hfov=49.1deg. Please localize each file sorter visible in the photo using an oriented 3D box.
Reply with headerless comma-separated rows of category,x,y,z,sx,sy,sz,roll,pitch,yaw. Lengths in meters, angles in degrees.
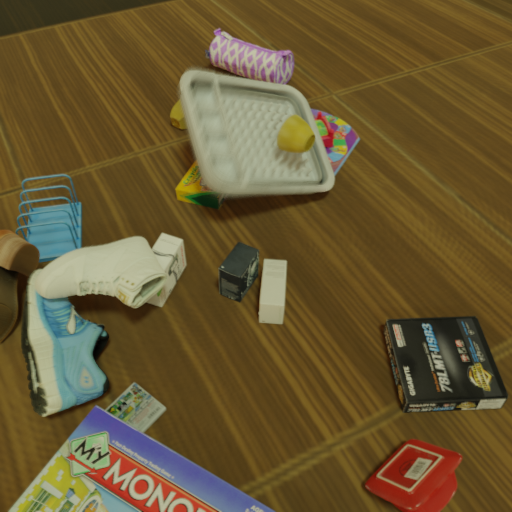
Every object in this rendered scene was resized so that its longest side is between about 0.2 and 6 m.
file sorter,-4.316,-0.802,11.666,1.118,0.988,1.611,-9,48,-8

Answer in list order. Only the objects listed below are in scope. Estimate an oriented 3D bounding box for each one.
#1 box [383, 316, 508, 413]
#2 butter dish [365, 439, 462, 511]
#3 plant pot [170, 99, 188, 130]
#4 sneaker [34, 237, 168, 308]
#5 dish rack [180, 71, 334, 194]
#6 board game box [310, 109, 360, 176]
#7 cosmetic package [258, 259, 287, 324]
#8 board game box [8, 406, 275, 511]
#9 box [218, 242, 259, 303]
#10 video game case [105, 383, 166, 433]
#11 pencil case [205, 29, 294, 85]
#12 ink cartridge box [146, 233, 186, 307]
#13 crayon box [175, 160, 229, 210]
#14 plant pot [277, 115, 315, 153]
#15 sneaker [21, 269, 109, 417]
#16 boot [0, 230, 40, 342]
box,3.178,1.823,9.604,1.673,0.419,1.685,-1,46,-2
butter dish,2.352,3.313,7.977,1.129,0.834,1.126,-34,11,-24
plant pot,-1.925,-3.636,14.655,0.558,0.562,0.575,29,64,25
sneaker,-2.552,0.436,9.475,2.080,0.766,1.202,-23,51,-26
dish rack,-0.038,-2.536,12.332,3.403,0.741,2.921,-4,67,-34
board game box,0.963,-3.016,13.951,2.774,0.684,3.511,21,51,19
cosmetic package,0.312,0.665,10.552,0.472,0.598,1.112,4,48,1
board game box,-1.272,4.206,7.158,4.408,0.642,2.966,23,53,20
box,-0.329,0.313,10.752,0.493,0.783,0.796,21,51,18
video game case,-2.019,2.566,9.104,0.756,0.091,0.829,31,56,25
pencil case,-0.151,-5.740,16.228,2.565,1.097,1.077,25,45,20
ink cartridge box,-1.800,0.266,10.708,0.475,0.823,1.132,17,53,12
crayon box,-1.116,-1.678,12.911,1.052,0.356,1.220,15,49,14
plant pot,0.906,-2.500,11.868,0.572,0.806,0.806,34,55,24
sneaker,-3.301,1.422,9.736,1.346,1.173,2.992,0,42,-30
boot,-5.231,0.607,10.361,1.933,0.955,2.489,14,77,36
